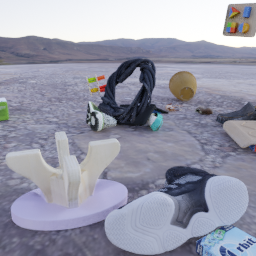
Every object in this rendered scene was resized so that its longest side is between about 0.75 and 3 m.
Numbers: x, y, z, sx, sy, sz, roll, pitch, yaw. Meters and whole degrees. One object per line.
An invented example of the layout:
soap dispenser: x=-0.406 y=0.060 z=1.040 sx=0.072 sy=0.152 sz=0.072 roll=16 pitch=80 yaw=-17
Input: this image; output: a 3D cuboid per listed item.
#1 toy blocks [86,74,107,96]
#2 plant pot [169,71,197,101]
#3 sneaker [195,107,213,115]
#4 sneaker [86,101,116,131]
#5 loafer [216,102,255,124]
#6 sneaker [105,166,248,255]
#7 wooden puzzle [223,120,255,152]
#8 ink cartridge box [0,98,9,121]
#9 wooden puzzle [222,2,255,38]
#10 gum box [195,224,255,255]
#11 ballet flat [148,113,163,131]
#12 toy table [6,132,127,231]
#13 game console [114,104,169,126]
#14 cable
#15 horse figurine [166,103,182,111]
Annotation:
toy blocks: x=-0.989 y=-1.662 z=10.453 sx=1.008 sy=0.840 sz=0.366 roll=-14 pitch=46 yaw=-5
plant pot: x=3.330 y=-2.315 z=16.565 sx=1.719 sy=1.719 sz=1.844 roll=1 pitch=25 yaw=4
sneaker: x=3.687 y=-0.784 z=13.657 sx=0.373 sy=0.348 sz=0.988 roll=-28 pitch=23 yaw=-22
sneaker: x=-1.132 y=-0.455 z=11.792 sx=1.072 sy=0.930 sz=2.418 roll=4 pitch=21 yaw=-21
loafer: x=5.031 y=-0.636 z=11.852 sx=2.732 sy=0.988 sz=0.994 roll=-5 pitch=19 yaw=-12
sneaker: x=0.770 y=1.428 z=5.293 sx=2.615 sy=0.987 sz=1.488 roll=-12 pitch=8 yaw=-13
wooden puzzle: x=4.909 y=0.270 z=9.674 sx=2.641 sy=0.612 sz=2.447 roll=-4 pitch=16 yaw=4
ink cartridge box: x=-6.615 y=-0.957 z=13.125 sx=1.697 sy=0.870 sz=2.296 roll=-8 pitch=20 yaw=-26
wooden puzzle: x=3.892 y=-3.746 z=9.710 sx=0.281 sy=1.126 sz=1.216 roll=-8 pitch=22 yaw=-42
gum box: x=1.771 y=2.002 z=4.463 sx=0.881 sy=0.231 sz=1.036 roll=-12 pitch=19 yaw=-34
ballet flat: x=1.074 y=-0.281 z=11.319 sx=0.586 sy=0.561 sz=1.666 roll=36 pitch=16 yaw=0
toy table: x=-1.193 y=1.014 z=5.767 sx=2.375 sy=1.391 sz=2.183 roll=-11 pitch=20 yaw=-29
game console: x=0.479 y=-0.442 z=12.032 sx=1.923 sy=1.119 sz=1.691 roll=3 pitch=49 yaw=41
cable: x=0.085 y=-1.107 z=7.963 sx=0.607 sy=1.950 sz=2.390 roll=35 pitch=-7 yaw=-32
horse figurine: x=2.248 y=-1.054 z=14.443 sx=0.775 sy=0.292 sz=1.170 roll=-4 pitch=17 yaw=-13
